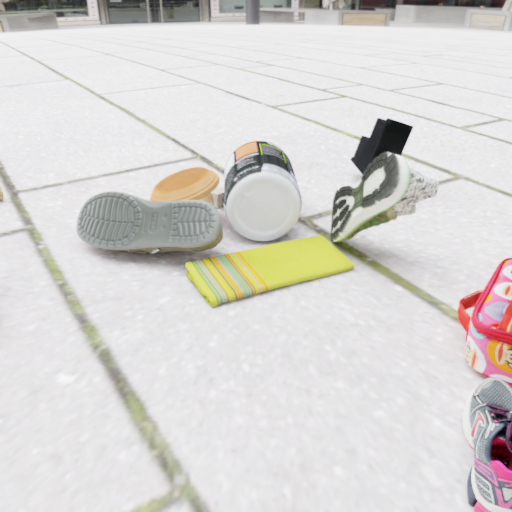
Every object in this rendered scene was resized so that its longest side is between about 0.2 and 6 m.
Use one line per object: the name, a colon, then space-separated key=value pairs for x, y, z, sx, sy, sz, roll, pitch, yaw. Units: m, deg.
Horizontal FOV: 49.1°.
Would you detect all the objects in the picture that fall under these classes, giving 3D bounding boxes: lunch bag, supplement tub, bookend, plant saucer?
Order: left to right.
plant saucer: x=-1.674 y=-1.603 z=12.814 sx=1.690 sy=0.316 sz=1.690 roll=-15 pitch=29 yaw=9
supplement tub: x=0.094 y=-1.641 z=12.988 sx=1.697 sy=1.697 sz=2.769 roll=-1 pitch=28 yaw=-2
bookend: x=3.283 y=-2.950 z=14.884 sx=0.731 sy=1.578 sz=1.588 roll=14 pitch=23 yaw=-12
lunch bag: x=4.516 y=1.021 z=8.926 sx=2.460 sy=1.144 sz=2.793 roll=13 pitch=31 yaw=31

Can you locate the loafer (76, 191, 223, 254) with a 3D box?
loafer: x=-2.217 y=-0.529 z=11.795 sx=3.447 sy=1.296 sz=1.200 roll=8 pitch=-14 yaw=21

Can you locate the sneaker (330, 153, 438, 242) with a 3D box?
sneaker: x=2.497 y=-0.919 z=11.331 sx=1.390 sy=1.206 sz=3.136 roll=14 pitch=-18 yaw=-15

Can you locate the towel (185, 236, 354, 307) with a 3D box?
towel: x=0.278 y=0.261 z=11.130 sx=3.157 sy=0.285 sz=1.359 roll=-12 pitch=36 yaw=-23

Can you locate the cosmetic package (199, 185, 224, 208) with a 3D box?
cosmetic package: x=-1.156 y=-1.589 z=14.262 sx=1.072 sy=0.381 sz=0.564 roll=25 pitch=33 yaw=38

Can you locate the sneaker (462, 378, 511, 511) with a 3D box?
sneaker: x=3.083 y=2.245 z=6.936 sx=0.864 sy=0.800 sz=2.142 roll=8 pitch=29 yaw=13

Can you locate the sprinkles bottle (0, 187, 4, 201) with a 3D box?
sprinkles bottle: x=-6.996 y=-1.408 z=13.876 sx=0.460 sy=0.460 sz=1.348 roll=24 pitch=37 yaw=36
